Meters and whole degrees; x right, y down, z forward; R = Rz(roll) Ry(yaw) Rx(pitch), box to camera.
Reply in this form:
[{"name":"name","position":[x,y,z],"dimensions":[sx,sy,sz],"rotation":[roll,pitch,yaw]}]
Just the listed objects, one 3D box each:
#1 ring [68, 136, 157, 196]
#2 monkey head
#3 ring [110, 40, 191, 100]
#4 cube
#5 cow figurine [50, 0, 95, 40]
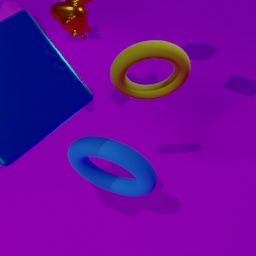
[{"name":"ring","position":[-0.227,0.558,3.877],"dimensions":[1.299,1.299,0.260],"rotation":[15,57,14]},{"name":"monkey head","position":[-2.442,-1.969,6.095],"dimensions":[1.093,1.813,1.305],"rotation":[-36,48,18]},{"name":"ring","position":[0.334,-0.824,4.211],"dimensions":[1.201,1.201,0.240],"rotation":[-3,61,-3]},{"name":"cube","position":[-1.195,-0.315,2.895],"dimensions":[1.049,1.049,1.049],"rotation":[-42,101,-25]},{"name":"cow figurine","position":[-0.845,-2.785,5.660],"dimensions":[1.706,1.679,0.936],"rotation":[-16,2,24]}]
